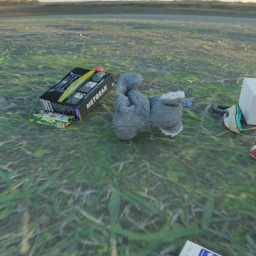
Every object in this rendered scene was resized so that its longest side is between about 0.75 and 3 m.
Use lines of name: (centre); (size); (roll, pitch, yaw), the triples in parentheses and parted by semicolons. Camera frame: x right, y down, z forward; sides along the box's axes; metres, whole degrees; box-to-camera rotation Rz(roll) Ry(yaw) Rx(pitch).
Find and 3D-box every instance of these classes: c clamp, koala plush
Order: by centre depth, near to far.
koala plush: (0.861, -0.614, 10.829); (2.649, 2.349, 2.434); (4, 41, 7)
c clamp: (4.669, -0.842, 13.143); (1.371, 0.186, 1.171); (13, 31, 23)

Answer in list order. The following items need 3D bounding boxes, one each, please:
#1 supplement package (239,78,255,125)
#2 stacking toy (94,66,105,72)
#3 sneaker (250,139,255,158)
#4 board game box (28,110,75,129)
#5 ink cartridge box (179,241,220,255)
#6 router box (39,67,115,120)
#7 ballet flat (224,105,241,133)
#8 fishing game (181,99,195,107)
supplement package: (5.976, -1.224, 12.575); (1.383, 1.400, 2.309); (5, 29, 9)
stacking toy: (-2.256, -2.716, 15.745); (2.120, 0.989, 2.341); (-1, 28, -2)
sneaker: (4.764, 0.688, 9.991); (1.640, 0.638, 0.674); (-13, 26, -41)
board game box: (-3.364, -0.404, 12.334); (1.828, 0.214, 0.958); (11, 33, 20)
ink cartridge box: (1.937, 3.112, 5.717); (1.945, 0.361, 0.921); (14, 31, 29)
router box: (-2.383, -1.774, 13.526); (2.334, 0.775, 2.969); (15, 47, 26)
ballet flat: (4.412, -0.315, 11.872); (0.682, 0.738, 2.188); (-18, 15, 28)
fishing game: (2.874, -1.286, 14.014); (0.932, 0.145, 0.667); (-22, 38, -35)
